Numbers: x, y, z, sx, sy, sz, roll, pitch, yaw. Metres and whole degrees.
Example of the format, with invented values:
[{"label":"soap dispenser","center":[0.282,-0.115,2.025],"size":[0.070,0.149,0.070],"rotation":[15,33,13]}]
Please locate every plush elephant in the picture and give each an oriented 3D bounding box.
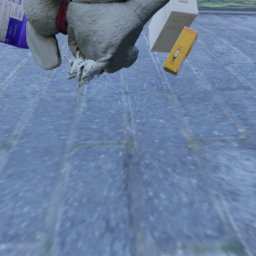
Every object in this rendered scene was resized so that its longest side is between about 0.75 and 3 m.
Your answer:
[{"label":"plush elephant","center":[-0.738,-1.769,4.372],"size":[1.843,1.961,2.381],"rotation":[39,50,4]}]

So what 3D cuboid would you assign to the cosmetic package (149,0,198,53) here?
[{"label":"cosmetic package","center":[1.222,-3.097,8.086],"size":[0.787,1.855,0.998],"rotation":[1,73,-12]}]

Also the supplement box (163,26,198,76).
[{"label":"supplement box","center":[1.263,-1.832,6.725],"size":[0.369,1.109,0.381],"rotation":[29,-5,14]}]

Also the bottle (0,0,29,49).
[{"label":"bottle","center":[-2.910,-2.326,4.785],"size":[2.867,1.197,0.936],"rotation":[13,28,-25]}]
